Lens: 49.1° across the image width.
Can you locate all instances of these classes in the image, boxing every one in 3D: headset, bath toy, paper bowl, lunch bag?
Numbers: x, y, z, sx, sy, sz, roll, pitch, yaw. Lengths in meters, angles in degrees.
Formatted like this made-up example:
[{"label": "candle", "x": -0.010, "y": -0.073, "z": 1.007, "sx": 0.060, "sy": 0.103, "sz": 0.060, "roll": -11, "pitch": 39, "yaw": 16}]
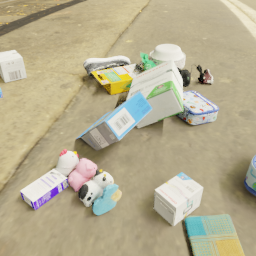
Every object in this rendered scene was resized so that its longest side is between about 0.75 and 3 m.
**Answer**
[{"label": "headset", "x": 2.597, "y": -2.360, "z": 13.813, "sx": 2.525, "sy": 1.187, "sz": 1.559, "roll": -30, "pitch": 26, "yaw": -9}, {"label": "bath toy", "x": -1.292, "y": 1.406, "z": 8.378, "sx": 1.103, "sy": 0.937, "sz": 2.536, "roll": -27, "pitch": 42, "yaw": -33}, {"label": "paper bowl", "x": 2.270, "y": -4.141, "z": 16.180, "sx": 2.078, "sy": 1.081, "sz": 2.078, "roll": -1, "pitch": 35, "yaw": 1}, {"label": "lunch bag", "x": 5.001, "y": 1.527, "z": 7.966, "sx": 2.871, "sy": 1.184, "sz": 2.308, "roll": 27, "pitch": 42, "yaw": 33}, {"label": "lunch bag", "x": 2.790, "y": -0.933, "z": 11.903, "sx": 1.579, "sy": 0.744, "sz": 1.970, "roll": -13, "pitch": 38, "yaw": -20}]

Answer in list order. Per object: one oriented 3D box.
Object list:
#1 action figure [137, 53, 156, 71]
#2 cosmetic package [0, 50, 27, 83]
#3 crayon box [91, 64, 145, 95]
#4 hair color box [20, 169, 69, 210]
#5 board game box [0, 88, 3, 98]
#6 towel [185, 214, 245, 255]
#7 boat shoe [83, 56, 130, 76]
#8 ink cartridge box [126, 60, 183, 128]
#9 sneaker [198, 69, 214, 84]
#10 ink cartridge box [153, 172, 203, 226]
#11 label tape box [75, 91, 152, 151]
[{"label": "action figure", "x": 1.037, "y": -3.199, "z": 14.414, "sx": 1.532, "sy": 0.709, "sz": 2.593, "roll": 38, "pitch": 17, "yaw": -6}, {"label": "cosmetic package", "x": -6.251, "y": -3.300, "z": 14.880, "sx": 1.164, "sy": 1.165, "sz": 1.412, "roll": -21, "pitch": 40, "yaw": -27}, {"label": "crayon box", "x": -0.360, "y": -2.463, "z": 14.111, "sx": 2.615, "sy": 0.674, "sz": 1.644, "roll": -14, "pitch": 38, "yaw": -21}, {"label": "hair color box", "x": -2.452, "y": 1.790, "z": 8.296, "sx": 0.666, "sy": 0.395, "sz": 1.219, "roll": 26, "pitch": 44, "yaw": 33}, {"label": "board game box", "x": -6.338, "y": -1.645, "z": 13.385, "sx": 0.588, "sy": 0.174, "sz": 0.774, "roll": -16, "pitch": 38, "yaw": -21}, {"label": "towel", "x": 2.163, "y": 2.906, "z": 6.898, "sx": 1.261, "sy": 0.187, "sz": 1.720, "roll": -2, "pitch": 36, "yaw": -2}, {"label": "boat shoe", "x": -0.990, "y": -3.214, "z": 15.047, "sx": 2.792, "sy": 1.002, "sz": 0.947, "roll": -11, "pitch": 67, "yaw": -36}, {"label": "ink cartridge box", "x": 1.154, "y": -1.480, "z": 11.620, "sx": 2.056, "sy": 1.165, "sz": 2.805, "roll": -21, "pitch": 29, "yaw": 23}, {"label": "sneaker", "x": 3.968, "y": -2.707, "z": 14.662, "sx": 0.729, "sy": 0.477, "sz": 1.261, "roll": -4, "pitch": 36, "yaw": -1}, {"label": "ink cartridge box", "x": 1.364, "y": 1.938, "z": 7.718, "sx": 1.091, "sy": 0.797, "sz": 0.800, "roll": -25, "pitch": 42, "yaw": -31}, {"label": "label tape box", "x": -0.559, "y": -0.104, "z": 9.990, "sx": 1.861, "sy": 0.817, "sz": 2.581, "roll": -43, "pitch": 8, "yaw": -33}]
